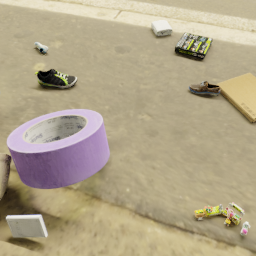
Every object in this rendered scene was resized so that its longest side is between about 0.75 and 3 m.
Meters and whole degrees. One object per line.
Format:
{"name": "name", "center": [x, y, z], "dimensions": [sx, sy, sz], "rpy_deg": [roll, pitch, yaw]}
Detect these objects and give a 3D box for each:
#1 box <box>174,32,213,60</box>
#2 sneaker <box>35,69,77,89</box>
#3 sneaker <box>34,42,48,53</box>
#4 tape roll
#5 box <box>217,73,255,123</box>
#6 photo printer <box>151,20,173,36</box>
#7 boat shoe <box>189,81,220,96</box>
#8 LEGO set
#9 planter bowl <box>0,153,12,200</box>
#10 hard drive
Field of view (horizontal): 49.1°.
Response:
{"name": "box", "center": [3.276, -4.120, 13.929], "dimensions": [1.516, 0.373, 1.570], "rpy_deg": [21, 51, 14]}
{"name": "sneaker", "center": [-3.078, -2.149, 11.947], "dimensions": [1.772, 0.734, 0.635], "rpy_deg": [0, 49, 0]}
{"name": "sneaker", "center": [-4.336, -3.974, 13.828], "dimensions": [1.004, 0.361, 0.364], "rpy_deg": [30, 82, 32]}
{"name": "tape roll", "center": [-2.062, 0.514, 8.588], "dimensions": [2.854, 1.212, 2.854], "rpy_deg": [-7, 24, 3]}
{"name": "box", "center": [5.078, -1.329, 11.555], "dimensions": [1.880, 0.245, 2.300], "rpy_deg": [-19, 51, -17]}
{"name": "photo printer", "center": [1.779, -5.388, 15.014], "dimensions": [0.918, 0.383, 1.103], "rpy_deg": [-11, 50, -10]}
{"name": "boat shoe", "center": [3.222, -1.731, 11.757], "dimensions": [1.300, 0.470, 0.470], "rpy_deg": [8, 49, 7]}
{"name": "LEGO set", "center": [2.728, 2.439, 8.038], "dimensions": [1.544, 0.575, 0.710], "rpy_deg": [18, 51, 15]}
{"name": "planter bowl", "center": [-4.542, 1.696, 7.720], "dimensions": [2.495, 2.495, 1.679], "rpy_deg": [-5, 77, -5]}
{"name": "hard drive", "center": [-2.753, 2.679, 7.629], "dimensions": [1.026, 0.677, 0.130], "rpy_deg": [-6, 20, 14]}
